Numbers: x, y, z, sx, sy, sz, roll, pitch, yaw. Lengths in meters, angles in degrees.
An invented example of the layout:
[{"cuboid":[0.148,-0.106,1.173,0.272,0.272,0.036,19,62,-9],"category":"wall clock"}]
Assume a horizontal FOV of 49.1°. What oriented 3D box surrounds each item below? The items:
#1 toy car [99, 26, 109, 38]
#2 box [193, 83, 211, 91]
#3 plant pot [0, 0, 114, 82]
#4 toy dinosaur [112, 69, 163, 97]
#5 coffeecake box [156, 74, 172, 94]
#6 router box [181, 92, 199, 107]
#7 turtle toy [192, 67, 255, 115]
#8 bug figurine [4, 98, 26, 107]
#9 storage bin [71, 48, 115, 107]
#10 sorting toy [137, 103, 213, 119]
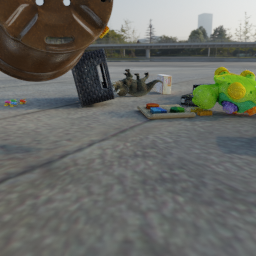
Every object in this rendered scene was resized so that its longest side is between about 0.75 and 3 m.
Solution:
[{"cuboid":[-1.364,-3.584,9.946,1.909,0.936,0.635,37,69,18],"category":"toy car"},{"cuboid":[3.892,-1.640,12.732,1.212,0.637,1.480,-11,18,-37],"category":"box"},{"cuboid":[-1.496,-2.068,4.800,2.419,2.419,2.394,-7,9,-24],"category":"plant pot"},{"cuboid":[0.352,-2.054,13.576,2.674,1.368,1.029,5,-8,-20],"category":"toy dinosaur"},{"cuboid":[1.863,-2.316,14.743,0.441,0.927,1.208,-1,15,-13],"category":"coffeecake box"},{"cuboid":[2.828,-1.175,11.470,0.902,0.374,1.204,10,18,34],"category":"router box"},{"cuboid":[3.398,-1.139,9.329,2.495,1.261,1.818,5,32,-6],"category":"turtle toy"},{"cuboid":[-4.543,-1.041,11.257,0.691,0.229,0.891,3,15,12],"category":"bug figurine"},{"cuboid":[-1.531,-2.159,11.641,1.361,1.963,2.903,-14,16,-6],"category":"storage bin"},{"cuboid":[1.590,-0.647,9.581,2.263,0.303,1.686,-3,15,-12],"category":"sorting toy"}]
